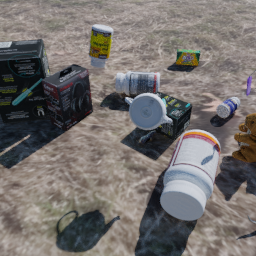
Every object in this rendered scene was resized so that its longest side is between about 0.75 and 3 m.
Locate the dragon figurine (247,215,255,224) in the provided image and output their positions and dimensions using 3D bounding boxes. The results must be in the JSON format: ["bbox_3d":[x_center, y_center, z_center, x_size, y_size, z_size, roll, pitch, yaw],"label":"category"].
[{"bbox_3d":[4.250,2.639,8.185,1.605,0.472,0.798,10,40,11],"label":"dragon figurine"}]

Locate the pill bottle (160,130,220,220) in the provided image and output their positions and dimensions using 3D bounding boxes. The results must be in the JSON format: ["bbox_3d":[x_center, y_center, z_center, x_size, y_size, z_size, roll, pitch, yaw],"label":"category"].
[{"bbox_3d":[1.998,1.410,8.867,1.507,1.507,2.750,14,42,16],"label":"pill bottle"}]

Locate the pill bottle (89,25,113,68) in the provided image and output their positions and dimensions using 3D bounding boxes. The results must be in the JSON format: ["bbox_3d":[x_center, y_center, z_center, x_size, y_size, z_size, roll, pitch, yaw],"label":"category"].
[{"bbox_3d":[-1.232,-3.605,12.428,0.943,1.726,0.943,9,30,-5],"label":"pill bottle"}]

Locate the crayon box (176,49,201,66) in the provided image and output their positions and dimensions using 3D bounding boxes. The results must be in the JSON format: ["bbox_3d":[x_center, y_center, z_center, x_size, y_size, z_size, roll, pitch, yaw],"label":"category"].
[{"bbox_3d":[3.459,-4.084,16.191,1.323,0.786,0.385,5,39,7],"label":"crayon box"}]

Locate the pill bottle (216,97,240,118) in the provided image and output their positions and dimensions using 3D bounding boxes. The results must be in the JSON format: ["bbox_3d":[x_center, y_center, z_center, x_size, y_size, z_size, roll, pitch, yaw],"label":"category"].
[{"bbox_3d":[4.479,-0.942,12.455,1.100,0.637,0.637,-31,48,-33],"label":"pill bottle"}]

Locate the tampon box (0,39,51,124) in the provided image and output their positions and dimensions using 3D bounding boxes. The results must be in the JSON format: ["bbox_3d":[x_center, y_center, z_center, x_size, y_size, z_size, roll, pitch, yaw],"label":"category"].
[{"bbox_3d":[-4.442,-1.959,11.871,2.191,2.924,1.846,-6,40,-7],"label":"tampon box"}]

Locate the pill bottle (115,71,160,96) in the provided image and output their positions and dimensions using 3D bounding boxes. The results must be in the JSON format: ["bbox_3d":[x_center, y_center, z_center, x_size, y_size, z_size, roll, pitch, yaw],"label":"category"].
[{"bbox_3d":[0.481,-2.126,13.484,2.042,1.183,1.183,5,39,7],"label":"pill bottle"}]

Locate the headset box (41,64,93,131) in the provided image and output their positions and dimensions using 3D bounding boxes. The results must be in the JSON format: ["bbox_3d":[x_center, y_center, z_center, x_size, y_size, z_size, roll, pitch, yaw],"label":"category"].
[{"bbox_3d":[-2.440,-1.378,11.592,0.922,2.387,1.776,24,44,27],"label":"headset box"}]

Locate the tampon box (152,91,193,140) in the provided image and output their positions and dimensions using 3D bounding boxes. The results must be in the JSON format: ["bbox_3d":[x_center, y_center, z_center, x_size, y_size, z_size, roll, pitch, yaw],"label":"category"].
[{"bbox_3d":[1.546,-0.547,11.589,1.743,1.100,1.306,26,46,28],"label":"tampon box"}]

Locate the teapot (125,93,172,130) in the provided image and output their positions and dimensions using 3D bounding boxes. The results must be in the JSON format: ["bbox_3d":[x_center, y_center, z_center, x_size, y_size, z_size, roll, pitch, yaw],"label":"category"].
[{"bbox_3d":[0.605,-0.524,8.576,1.177,1.193,0.871,-17,4,14],"label":"teapot"}]

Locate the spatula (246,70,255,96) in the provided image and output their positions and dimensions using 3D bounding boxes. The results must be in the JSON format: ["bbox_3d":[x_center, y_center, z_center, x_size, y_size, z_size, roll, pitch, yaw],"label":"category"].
[{"bbox_3d":[4.149,-1.983,9.038,0.199,1.935,0.547,26,32,27],"label":"spatula"}]

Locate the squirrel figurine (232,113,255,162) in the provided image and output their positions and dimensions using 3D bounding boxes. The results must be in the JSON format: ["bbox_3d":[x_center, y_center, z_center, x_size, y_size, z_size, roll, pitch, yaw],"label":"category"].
[{"bbox_3d":[4.837,0.331,9.948,1.943,1.814,1.375,27,46,29],"label":"squirrel figurine"}]

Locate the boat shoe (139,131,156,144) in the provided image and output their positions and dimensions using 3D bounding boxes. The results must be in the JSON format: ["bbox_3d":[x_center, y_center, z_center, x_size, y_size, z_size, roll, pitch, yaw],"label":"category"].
[{"bbox_3d":[0.830,0.394,11.092,0.897,0.323,0.291,-27,59,-35],"label":"boat shoe"}]
